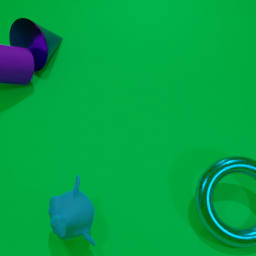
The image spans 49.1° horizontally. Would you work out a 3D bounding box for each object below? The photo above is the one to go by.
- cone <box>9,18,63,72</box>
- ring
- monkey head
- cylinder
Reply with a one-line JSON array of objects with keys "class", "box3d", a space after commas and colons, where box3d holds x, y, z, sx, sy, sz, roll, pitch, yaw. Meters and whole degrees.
[{"class": "cone", "box3d": [-2.709, -2.861, 9.287, 1.622, 1.622, 1.628, 29, 36, 17]}, {"class": "ring", "box3d": [2.525, 1.636, 6.339, 2.016, 0.403, 2.016, 0, 78, 0]}, {"class": "monkey head", "box3d": [-1.115, 1.801, 5.716, 0.930, 1.110, 1.543, -13, 89, -16]}, {"class": "cylinder", "box3d": [-3.510, -1.852, 8.223, 1.096, 1.096, 1.096, -4, 50, -45]}]
